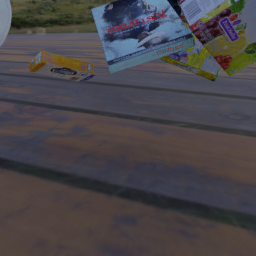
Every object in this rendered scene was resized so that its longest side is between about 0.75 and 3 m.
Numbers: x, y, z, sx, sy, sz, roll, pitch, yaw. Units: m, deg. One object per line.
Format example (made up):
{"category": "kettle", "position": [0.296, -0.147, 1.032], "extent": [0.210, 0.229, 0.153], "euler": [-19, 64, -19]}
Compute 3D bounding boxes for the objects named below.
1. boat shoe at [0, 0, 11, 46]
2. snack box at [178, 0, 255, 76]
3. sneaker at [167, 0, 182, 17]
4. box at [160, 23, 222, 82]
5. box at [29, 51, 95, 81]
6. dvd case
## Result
{"category": "boat shoe", "position": [-3.942, -3.598, 8.107], "extent": [1.047, 2.874, 0.888], "euler": [-1, 2, -22]}
{"category": "snack box", "position": [2.781, -2.458, 5.523], "extent": [2.793, 0.945, 2.355], "euler": [-31, -28, 27]}
{"category": "sneaker", "position": [1.481, -5.001, 10.282], "extent": [0.937, 2.474, 0.953], "euler": [-7, 37, -7]}
{"category": "box", "position": [1.772, -2.211, 7.854], "extent": [1.980, 1.162, 0.479], "euler": [28, -6, 17]}
{"category": "box", "position": [-1.637, -1.545, 7.252], "extent": [1.563, 0.324, 0.931], "euler": [4, -7, -35]}
{"category": "dvd case", "position": [0.211, -2.402, 6.568], "extent": [1.883, 0.284, 2.579], "euler": [-18, 51, 2]}
